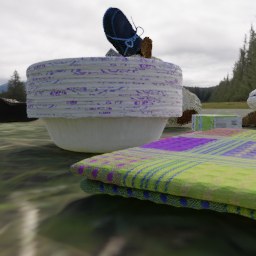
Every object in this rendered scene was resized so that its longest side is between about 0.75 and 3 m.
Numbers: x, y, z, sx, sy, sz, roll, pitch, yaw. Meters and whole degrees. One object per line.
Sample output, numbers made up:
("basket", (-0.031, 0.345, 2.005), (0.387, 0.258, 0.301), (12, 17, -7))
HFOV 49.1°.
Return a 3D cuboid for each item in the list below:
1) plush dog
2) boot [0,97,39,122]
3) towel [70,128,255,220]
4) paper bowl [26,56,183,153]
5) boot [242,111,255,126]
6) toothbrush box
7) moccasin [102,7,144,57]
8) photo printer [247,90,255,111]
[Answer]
("plush dog", (0.388, -0.975, 8.220), (2.956, 2.371, 2.539), (-1, -19, -5))
("boot", (-4.620, -0.695, 10.099), (2.458, 0.899, 1.851), (1, 4, -38))
("towel", (1.142, 0.262, 2.195), (1.914, 0.303, 2.665), (4, 7, 34))
("paper bowl", (-0.301, -0.275, 3.838), (2.065, 1.074, 2.065), (0, 5, 0))
("boot", (3.295, -0.254, 7.690), (1.151, 0.434, 0.424), (-1, 7, -3))
("toothbrush box", (1.823, -0.083, 5.839), (0.649, 0.384, 0.891), (-1, 3, -14))
("moccasin", (0.133, -2.868, 9.324), (0.958, 1.130, 2.809), (31, -6, 30))
("photo printer", (4.353, -0.619, 7.752), (1.884, 0.654, 1.567), (18, 4, 5))
